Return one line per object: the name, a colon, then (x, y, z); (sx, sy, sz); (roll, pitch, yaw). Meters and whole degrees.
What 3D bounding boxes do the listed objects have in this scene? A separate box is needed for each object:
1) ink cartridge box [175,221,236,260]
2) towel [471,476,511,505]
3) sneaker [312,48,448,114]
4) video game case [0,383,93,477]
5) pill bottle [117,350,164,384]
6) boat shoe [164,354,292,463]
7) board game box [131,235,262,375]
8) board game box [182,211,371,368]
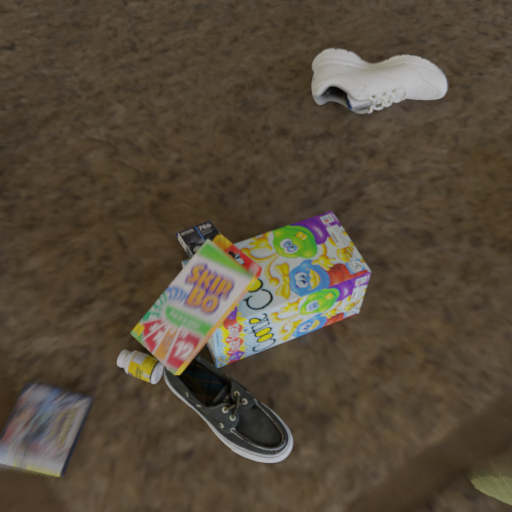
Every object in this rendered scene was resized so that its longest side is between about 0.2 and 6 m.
ink cartridge box: (-0.852, -0.200, 9.076); (0.607, 0.239, 1.220); (-24, 45, -17)
towel: (3.694, 3.276, 7.536); (1.313, 0.974, 0.239); (24, 69, 1)
sneaker: (2.748, -3.817, 12.845); (3.126, 1.165, 1.361); (8, 65, 15)
video game case: (-3.320, 2.689, 8.746); (1.135, 0.160, 1.256); (11, 55, 5)
pill bottle: (-1.910, 1.807, 9.241); (0.716, 0.401, 0.401); (18, 57, 13)
boat shoe: (-0.511, 2.303, 8.718); (2.449, 0.693, 0.840); (31, 61, 20)
board game box: (-0.868, 0.680, 8.292); (0.954, 0.299, 1.997); (39, 86, 17)
board game box: (0.314, 0.550, 9.496); (2.727, 1.405, 1.430); (-20, 58, -13)
